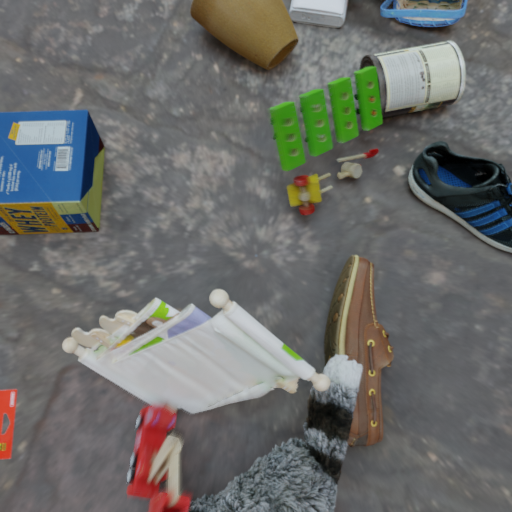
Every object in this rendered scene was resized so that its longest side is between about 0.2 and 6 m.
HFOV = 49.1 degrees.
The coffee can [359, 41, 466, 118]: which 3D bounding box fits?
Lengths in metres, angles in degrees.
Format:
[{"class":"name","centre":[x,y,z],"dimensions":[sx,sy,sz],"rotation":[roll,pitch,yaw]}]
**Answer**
[{"class":"coffee can","centre":[2.635,-2.996,9.581],"dimensions":[1.474,1.079,1.079],"rotation":[-11,69,-4]}]

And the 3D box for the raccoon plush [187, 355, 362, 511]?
[{"class":"raccoon plush","centre":[-0.121,2.791,7.169],"dimensions":[2.288,1.652,3.415],"rotation":[13,66,11]}]

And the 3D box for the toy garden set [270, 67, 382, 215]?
[{"class":"toy garden set","centre":[1.142,-1.814,8.901],"dimensions":[2.128,1.774,0.425],"rotation":[-30,31,-28]}]

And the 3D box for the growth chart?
[{"class":"growth chart","centre":[-0.909,1.291,6.921],"dimensions":[3.017,2.183,0.268],"rotation":[-21,34,36]}]

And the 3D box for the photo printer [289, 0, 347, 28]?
[{"class":"photo printer","centre":[1.244,-5.025,10.713],"dimensions":[1.054,0.440,1.267],"rotation":[10,70,4]}]

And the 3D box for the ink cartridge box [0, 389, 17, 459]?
[{"class":"ink cartridge box","centre":[-3.915,2.403,7.957],"dimensions":[0.869,0.218,1.001],"rotation":[-4,69,0]}]

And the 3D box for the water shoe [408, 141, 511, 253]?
[{"class":"water shoe","centre":[3.683,-0.864,8.769],"dimensions":[2.663,1.051,0.952],"rotation":[26,71,10]}]

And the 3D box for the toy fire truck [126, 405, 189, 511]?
[{"class":"toy fire truck","centre":[-1.189,2.546,6.921],"dimensions":[0.373,1.080,1.531],"rotation":[23,53,-28]}]

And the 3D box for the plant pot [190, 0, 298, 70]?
[{"class":"plant pot","centre":[-0.062,-4.197,9.980],"dimensions":[1.533,1.533,1.645],"rotation":[-42,91,-15]}]

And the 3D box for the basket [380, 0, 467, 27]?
[{"class":"basket","centre":[3.140,-4.674,10.083],"dimensions":[1.432,1.129,1.624],"rotation":[14,46,23]}]

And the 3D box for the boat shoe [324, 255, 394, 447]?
[{"class":"boat shoe","centre":[1.472,1.346,8.019],"dimensions":[0.911,0.971,2.697],"rotation":[9,75,-2]}]

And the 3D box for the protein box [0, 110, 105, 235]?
[{"class":"protein box","centre":[-3.410,-1.307,8.901],"dimensions":[1.661,1.120,1.649],"rotation":[-2,69,-1]}]
